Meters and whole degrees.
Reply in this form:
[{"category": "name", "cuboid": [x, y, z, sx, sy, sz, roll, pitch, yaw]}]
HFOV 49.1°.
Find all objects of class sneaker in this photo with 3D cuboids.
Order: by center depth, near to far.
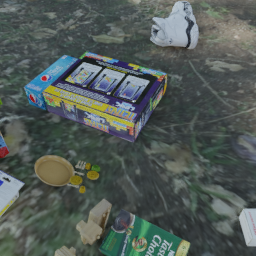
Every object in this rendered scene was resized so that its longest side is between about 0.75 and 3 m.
[{"category": "sneaker", "cuboid": [1.733, -4.255, 11.315, 1.677, 1.096, 2.918, -1, 49, -5]}]

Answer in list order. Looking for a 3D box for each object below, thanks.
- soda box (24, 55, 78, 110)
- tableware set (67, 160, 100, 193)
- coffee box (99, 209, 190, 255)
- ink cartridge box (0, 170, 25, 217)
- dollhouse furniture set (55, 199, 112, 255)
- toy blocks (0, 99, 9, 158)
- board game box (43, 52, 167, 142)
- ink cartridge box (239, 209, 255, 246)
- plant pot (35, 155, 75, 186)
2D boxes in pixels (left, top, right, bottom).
[{"category": "soda box", "cuboid": [-2.311, -1.503, 8.944, 0.651, 0.688, 2.029, 21, 49, 19]}, {"category": "tableware set", "cuboid": [-1.019, 1.161, 6.666, 0.621, 0.142, 0.922, 14, 34, 2]}, {"category": "coffee box", "cuboid": [0.328, 2.314, 5.405, 1.529, 0.336, 0.940, 23, 60, 20]}, {"category": "ink cartridge box", "cuboid": [-3.003, 1.488, 6.396, 0.940, 0.223, 0.951, 21, 48, 21]}, {"category": "dollhouse furniture set", "cuboid": [-0.532, 2.292, 5.095, 1.017, 1.187, 1.248, 31, 39, 21]}, {"category": "toy blocks", "cuboid": [-4.121, 0.528, 6.751, 2.763, 1.381, 1.889, -25, 62, -21]}, {"category": "board game box", "cuboid": [-0.609, -1.070, 8.447, 2.915, 0.827, 2.410, 20, 51, 18]}, {"category": "ink cartridge box", "cuboid": [2.839, 2.031, 5.732, 0.906, 0.397, 0.658, 1, 45, -1]}, {"category": "plant pot", "cuboid": [-1.747, 1.030, 6.662, 0.956, 0.131, 0.956, 20, 32, -13]}]
